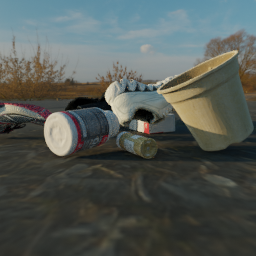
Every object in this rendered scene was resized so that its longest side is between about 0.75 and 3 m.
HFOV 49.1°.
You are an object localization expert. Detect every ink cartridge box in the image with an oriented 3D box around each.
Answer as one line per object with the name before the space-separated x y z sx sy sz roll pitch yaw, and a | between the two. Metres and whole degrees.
ink cartridge box | 0.645 -0.170 7.842 0.845 0.477 1.152 -6 9 -27

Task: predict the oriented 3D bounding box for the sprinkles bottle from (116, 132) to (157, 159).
sprinkles bottle | 0.126 0.277 4.767 0.334 0.334 0.979 -3 7 -24

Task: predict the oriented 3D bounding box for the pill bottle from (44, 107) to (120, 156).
pill bottle | -0.744 0.013 4.934 0.717 0.717 1.294 5 12 36

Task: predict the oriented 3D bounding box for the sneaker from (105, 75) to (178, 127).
sneaker | 0.777 -0.588 6.550 2.529 1.025 0.950 -10 -31 -19

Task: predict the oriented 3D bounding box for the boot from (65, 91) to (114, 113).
boot | -1.035 -0.700 9.083 2.108 0.958 2.509 -12 14 -25

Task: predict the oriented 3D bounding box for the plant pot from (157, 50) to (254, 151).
plant pot | 1.465 -0.395 4.945 1.478 1.353 1.478 -27 11 6

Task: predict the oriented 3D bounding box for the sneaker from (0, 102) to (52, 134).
sneaker | -2.750 -0.212 6.538 2.064 0.770 0.832 4 5 7
